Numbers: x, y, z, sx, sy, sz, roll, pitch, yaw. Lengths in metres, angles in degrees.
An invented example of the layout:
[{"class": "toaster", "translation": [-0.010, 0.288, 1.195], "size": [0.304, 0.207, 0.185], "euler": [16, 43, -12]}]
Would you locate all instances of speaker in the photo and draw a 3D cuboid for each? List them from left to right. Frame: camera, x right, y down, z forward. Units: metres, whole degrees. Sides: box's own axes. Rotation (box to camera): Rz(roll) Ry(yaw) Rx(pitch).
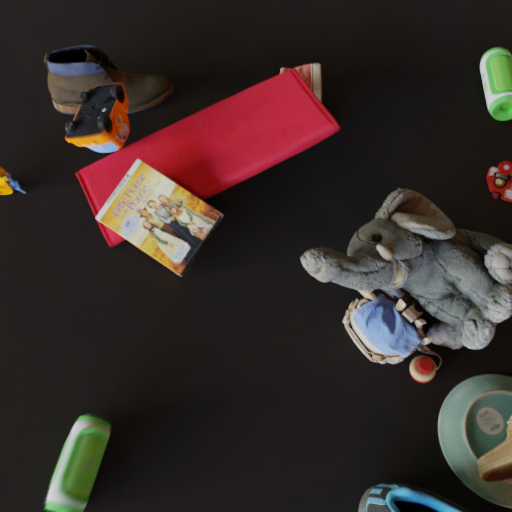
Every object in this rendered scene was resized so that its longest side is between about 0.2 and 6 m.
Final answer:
[{"class": "speaker", "translation": [-2.460, 2.910, 7.800], "size": [0.549, 0.549, 1.241], "euler": [10, 60, 6]}, {"class": "speaker", "translation": [5.072, -3.574, 11.608], "size": [0.694, 0.694, 1.570], "euler": [4, 59, 2]}]

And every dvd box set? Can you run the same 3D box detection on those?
[{"class": "dvd box set", "translation": [-1.655, -0.668, 9.607], "size": [1.780, 0.262, 1.302], "euler": [34, 84, 5]}]

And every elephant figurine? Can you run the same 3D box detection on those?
[{"class": "elephant figurine", "translation": [2.360, -0.001, 8.608], "size": [2.966, 2.301, 2.098], "euler": [25, 84, 5]}]

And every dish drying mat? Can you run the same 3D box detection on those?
[{"class": "dish drying mat", "translation": [-0.909, -1.894, 10.388], "size": [4.650, 0.423, 1.786], "euler": [-27, 63, -6]}]

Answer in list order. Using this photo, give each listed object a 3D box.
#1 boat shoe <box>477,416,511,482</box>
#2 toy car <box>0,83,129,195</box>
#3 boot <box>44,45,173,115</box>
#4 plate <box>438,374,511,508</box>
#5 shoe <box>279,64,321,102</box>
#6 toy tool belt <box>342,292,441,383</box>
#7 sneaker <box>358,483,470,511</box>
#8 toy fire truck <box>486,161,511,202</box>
[{"class": "boat shoe", "translation": [3.806, 2.460, 7.777], "size": [1.979, 0.714, 0.643], "euler": [-23, 50, -13]}, {"class": "toy car", "translation": [-3.675, -2.138, 10.511], "size": [3.000, 0.998, 1.471], "euler": [-18, 52, 10]}, {"class": "boot", "translation": [-2.974, -3.577, 11.282], "size": [2.500, 1.212, 0.934], "euler": [-9, 60, -5]}, {"class": "plate", "translation": [3.645, 2.621, 8.145], "size": [1.923, 0.246, 1.923], "euler": [0, 60, 0]}, {"class": "shoe", "translation": [0.878, -3.116, 11.367], "size": [0.885, 0.695, 1.945], "euler": [-2, 59, 9]}, {"class": "toy tool belt", "translation": [2.121, 1.185, 8.548], "size": [1.031, 1.014, 1.651], "euler": [-40, 67, -21]}, {"class": "sneaker", "translation": [2.693, 3.833, 6.842], "size": [3.015, 1.235, 1.104], "euler": [26, 62, 14]}, {"class": "toy fire truck", "translation": [4.709, -1.344, 10.444], "size": [0.796, 0.446, 0.668], "euler": [17, 79, 11]}]
